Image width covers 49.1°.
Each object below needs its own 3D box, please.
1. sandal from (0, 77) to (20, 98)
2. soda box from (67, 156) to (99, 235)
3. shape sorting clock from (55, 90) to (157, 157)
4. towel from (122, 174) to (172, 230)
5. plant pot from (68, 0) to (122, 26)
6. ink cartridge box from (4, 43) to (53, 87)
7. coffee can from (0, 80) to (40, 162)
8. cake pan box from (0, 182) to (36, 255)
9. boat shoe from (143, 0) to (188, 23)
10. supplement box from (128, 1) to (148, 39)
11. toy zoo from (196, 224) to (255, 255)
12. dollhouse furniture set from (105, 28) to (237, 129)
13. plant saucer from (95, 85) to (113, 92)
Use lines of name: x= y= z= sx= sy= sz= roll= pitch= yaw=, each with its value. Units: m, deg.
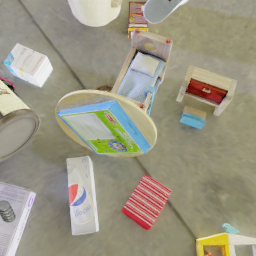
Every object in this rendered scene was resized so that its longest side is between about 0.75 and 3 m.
sandal: x=-3.706 y=-1.338 z=8.484 sx=1.278 sy=0.480 sz=0.288 roll=39 pitch=64 yaw=15
soda box: x=-1.183 y=1.744 z=7.318 sx=0.612 sy=0.659 sz=1.930 roll=-8 pitch=72 yaw=-2
shape sorting clock: x=-0.547 y=-0.031 z=6.954 sx=2.571 sy=2.571 sz=0.504 roll=17 pitch=58 yaw=6
towel: x=0.501 y=1.978 z=7.516 sx=0.888 sy=0.138 sz=1.228 roll=31 pitch=72 yaw=12
plant pot: x=-1.076 y=-4.507 z=8.540 sx=2.528 sy=2.314 sz=2.528 roll=1 pitch=71 yaw=-2
ink cartridge box: x=-2.987 y=-1.882 z=8.490 sx=1.032 sy=0.754 sz=0.757 roll=25 pitch=73 yaw=8
coffee can: x=-3.827 y=-0.487 z=7.497 sx=2.385 sy=1.746 sz=1.746 roll=41 pitch=76 yaw=13
cake pan box: x=-3.943 y=2.429 z=7.102 sx=2.499 sy=0.654 sz=2.302 roll=12 pitch=70 yaw=4
boat shoe: x=1.016 y=-2.593 z=5.159 sx=1.682 sy=0.717 sz=0.621 roll=-36 pitch=111 yaw=23
supplement box: x=0.327 y=-3.541 z=9.194 sx=0.626 sy=0.486 sz=1.134 roll=1 pitch=71 yaw=0
toy zoo: x=2.553 y=3.630 z=6.893 sx=1.587 sy=0.247 sz=2.419 roll=-1 pitch=71 yaw=0
dollhouse furniture set: x=1.159 y=-0.804 z=7.424 sx=2.962 sy=2.075 sz=2.087 roll=20 pitch=72 yaw=7
plant saucer: x=-0.697 y=-0.925 z=8.506 sx=0.819 sy=0.121 sz=0.819 roll=0 pitch=71 yaw=-1
